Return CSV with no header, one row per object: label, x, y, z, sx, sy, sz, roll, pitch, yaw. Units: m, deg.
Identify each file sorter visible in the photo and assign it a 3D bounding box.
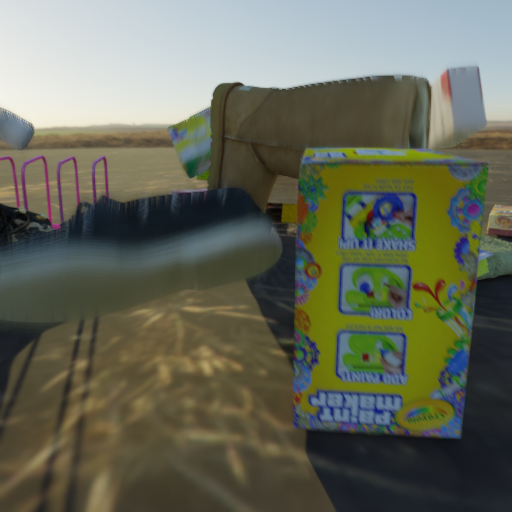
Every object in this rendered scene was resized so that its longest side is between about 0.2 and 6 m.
file sorter,-3.898,-0.997,10.008,2.422,1.519,1.683,-2,14,-7

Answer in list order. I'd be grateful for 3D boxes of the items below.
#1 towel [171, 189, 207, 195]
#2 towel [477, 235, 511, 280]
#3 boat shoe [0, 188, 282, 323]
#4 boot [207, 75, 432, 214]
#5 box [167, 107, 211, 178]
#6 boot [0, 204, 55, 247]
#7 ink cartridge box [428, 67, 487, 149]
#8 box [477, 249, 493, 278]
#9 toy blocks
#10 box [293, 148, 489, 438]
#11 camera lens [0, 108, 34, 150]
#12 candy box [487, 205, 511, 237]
towel,-0.932,-1.586,15.146,1.698,0.347,2.321,12,16,41
towel,3.206,-0.046,8.527,1.499,0.369,2.020,-4,13,-19
boat shoe,-1.141,-0.125,4.843,2.637,0.986,0.875,-13,60,-10
boot,0.780,-1.195,8.227,3.209,2.810,1.061,13,31,32
box,-1.082,-2.266,10.823,1.062,0.438,1.810,-26,41,0
boot,-3.349,-0.446,6.638,2.956,1.082,2.225,-10,-21,34
ink cartridge box,3.006,-2.242,8.637,0.507,0.897,1.223,-7,-2,-2
box,2.317,0.095,7.420,0.907,0.355,1.488,-23,19,-10
toy blocks,0.508,-1.596,13.190,3.250,1.624,2.222,5,3,16
box,0.943,0.110,4.573,1.195,1.886,1.958,1,13,6
camera lens,-3.305,-1.712,7.585,0.504,0.403,0.403,29,0,-26
candy box,5.107,-0.690,11.079,0.862,0.413,1.494,8,15,25
